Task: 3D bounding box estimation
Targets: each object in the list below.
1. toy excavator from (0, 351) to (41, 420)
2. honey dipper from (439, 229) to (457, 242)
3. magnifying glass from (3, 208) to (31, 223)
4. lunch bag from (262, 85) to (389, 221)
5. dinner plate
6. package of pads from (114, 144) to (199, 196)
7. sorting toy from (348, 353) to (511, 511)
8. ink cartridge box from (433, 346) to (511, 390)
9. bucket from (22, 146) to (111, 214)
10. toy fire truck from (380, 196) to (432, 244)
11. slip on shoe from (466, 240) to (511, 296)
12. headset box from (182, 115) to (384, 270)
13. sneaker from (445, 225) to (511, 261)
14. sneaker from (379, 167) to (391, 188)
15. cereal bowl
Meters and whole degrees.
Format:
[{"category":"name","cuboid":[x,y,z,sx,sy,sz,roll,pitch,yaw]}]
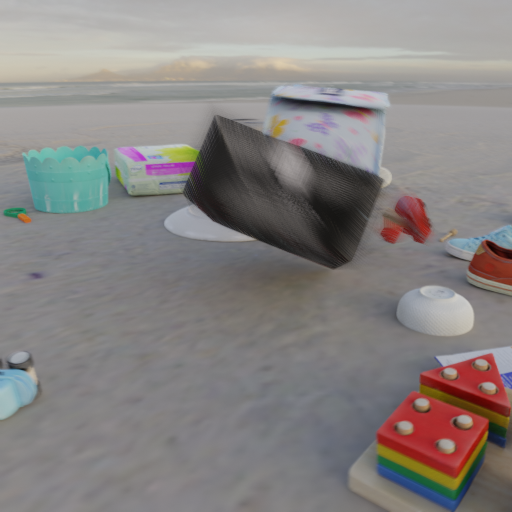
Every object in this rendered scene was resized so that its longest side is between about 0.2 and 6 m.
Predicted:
[{"category":"toy excavator","cuboid":[-2.831,1.487,5.664,1.022,0.525,1.051,-1,28,-1]},{"category":"honey dipper","cuboid":[3.943,-0.413,11.561,0.134,0.134,0.706,16,28,39]},{"category":"magnifying glass","cuboid":[-5.542,-0.950,13.110,0.496,0.139,1.245,-14,22,-36]},{"category":"lunch bag","cuboid":[1.443,-2.521,12.103,2.558,1.918,3.016,10,61,8]},{"category":"dinner plate","cuboid":[-0.558,-0.910,12.688,3.028,0.367,3.028,1,19,0]},{"category":"package of pads","cuboid":[-2.758,-2.579,16.318,2.382,1.052,3.084,-7,21,-19]},{"category":"sorting toy","cuboid":[2.107,1.572,4.739,1.938,0.674,1.926,16,30,38]},{"category":"ink cartridge box","cuboid":[2.687,1.390,6.198,1.073,0.252,1.061,-9,21,-3]},{"category":"bucket","cuboid":[-4.682,-1.942,14.035,2.112,1.374,2.112,1,19,0]},{"category":"toy fire truck","cuboid":[2.609,-0.625,10.027,0.962,1.364,0.332,22,70,38]},{"category":"slip on shoe","cuboid":[4.572,0.284,8.589,2.527,0.773,0.936,14,22,30]},{"category":"headset box","cuboid":[0.420,-0.780,8.600,2.360,1.225,3.171,22,-3,4]},{"category":"sneaker","cuboid":[4.375,-0.256,10.211,1.728,0.708,0.639,8,20,21]},{"category":"sneaker","cuboid":[2.637,-1.898,15.275,1.992,0.768,0.816,-4,-11,4]},{"category":"cereal bowl","cuboid":[2.522,0.709,7.882,1.044,0.435,1.044,-1,20,0]}]
